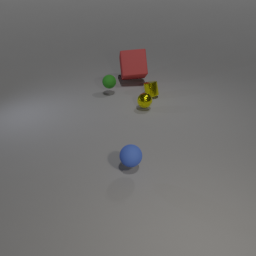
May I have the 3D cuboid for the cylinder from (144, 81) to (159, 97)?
[{"bbox_3d":[1.188,-1.995,14.305,0.700,0.700,0.700,-10,17,3],"label":"cylinder"}]

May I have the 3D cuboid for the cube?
[{"bbox_3d":[0.287,-3.551,15.786,1.400,1.400,1.400,-6,2,-3],"label":"cube"}]

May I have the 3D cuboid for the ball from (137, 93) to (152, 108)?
[{"bbox_3d":[0.771,-1.262,12.876,0.700,0.700,0.700,0,29,0],"label":"ball"}]

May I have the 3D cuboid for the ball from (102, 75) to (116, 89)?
[{"bbox_3d":[-0.952,-2.356,14.238,0.700,0.700,0.700,0,29,0],"label":"ball"}]

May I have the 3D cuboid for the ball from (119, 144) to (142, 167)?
[{"bbox_3d":[0.088,0.852,8.607,0.700,0.700,0.700,0,29,0],"label":"ball"}]
